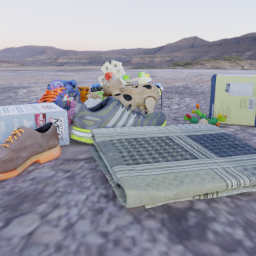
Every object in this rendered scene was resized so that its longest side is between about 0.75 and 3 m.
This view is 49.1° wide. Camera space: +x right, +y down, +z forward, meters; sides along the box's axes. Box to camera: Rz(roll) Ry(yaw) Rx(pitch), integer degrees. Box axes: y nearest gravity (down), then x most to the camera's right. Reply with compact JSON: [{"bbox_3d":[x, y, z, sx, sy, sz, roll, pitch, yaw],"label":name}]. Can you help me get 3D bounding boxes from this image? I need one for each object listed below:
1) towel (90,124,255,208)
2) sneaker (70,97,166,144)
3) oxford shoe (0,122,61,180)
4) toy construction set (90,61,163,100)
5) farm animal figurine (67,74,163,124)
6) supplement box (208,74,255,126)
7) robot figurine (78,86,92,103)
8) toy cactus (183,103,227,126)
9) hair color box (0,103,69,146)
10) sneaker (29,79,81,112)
[{"bbox_3d":[0.837,0.479,4.520,2.723,0.470,2.622,-2,17,-16],"label":"towel"},{"bbox_3d":[-0.134,-0.225,6.058,2.247,0.909,0.830,-7,16,-27],"label":"sneaker"},{"bbox_3d":[-1.809,0.323,4.389,0.646,0.661,1.813,7,16,26],"label":"oxford shoe"},{"bbox_3d":[-0.169,-1.390,9.795,1.923,1.351,2.933,-4,-2,29],"label":"toy construction set"},{"bbox_3d":[-0.365,-0.842,7.802,2.027,1.262,2.511,9,17,32],"label":"farm animal figurine"},{"bbox_3d":[2.886,-0.792,7.559,1.281,1.283,0.861,5,15,20],"label":"supplement box"},{"bbox_3d":[-1.948,-1.219,10.602,1.593,0.640,2.197,2,14,-1],"label":"robot figurine"},{"bbox_3d":[1.949,-0.224,7.117,1.074,0.549,0.886,12,26,13],"label":"toy cactus"},{"bbox_3d":[-2.514,0.016,5.460,2.441,0.740,1.208,-8,16,-26],"label":"hair color box"},{"bbox_3d":[-2.140,-0.839,8.130,1.061,1.104,2.816,1,14,7],"label":"sneaker"}]
